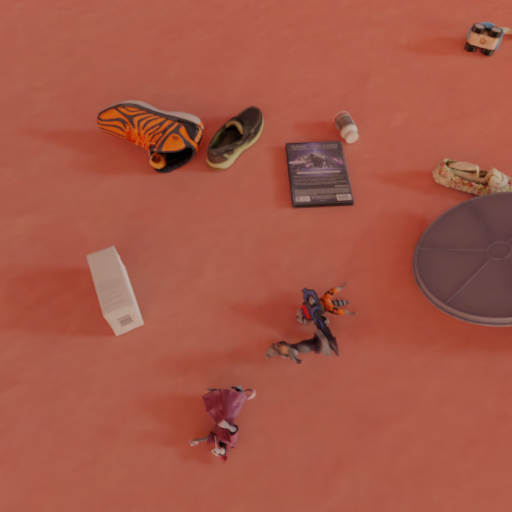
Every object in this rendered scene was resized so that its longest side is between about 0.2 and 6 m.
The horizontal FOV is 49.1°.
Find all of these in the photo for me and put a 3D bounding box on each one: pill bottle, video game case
[{"bbox_3d":[2.183,-3.096,13.533,0.422,0.422,0.761,-14,57,-9],"label":"pill bottle"},{"bbox_3d":[1.423,-1.896,12.865,1.365,0.181,1.910,-3,55,-2],"label":"video game case"}]

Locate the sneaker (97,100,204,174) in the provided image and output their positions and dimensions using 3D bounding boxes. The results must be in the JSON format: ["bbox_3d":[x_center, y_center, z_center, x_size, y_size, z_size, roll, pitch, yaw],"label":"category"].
[{"bbox_3d":[-2.552,-2.733,12.947,2.551,0.990,1.429,6,55,4],"label":"sneaker"}]

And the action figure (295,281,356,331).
[{"bbox_3d":[1.308,1.118,10.697,1.128,0.610,1.166,-14,83,-2],"label":"action figure"}]

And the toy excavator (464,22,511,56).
[{"bbox_3d":[6.602,-6.164,15.551,1.376,0.707,1.416,19,49,11],"label":"toy excavator"}]

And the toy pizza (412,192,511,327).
[{"bbox_3d":[4.741,0.050,10.869,3.316,0.525,3.316,-17,44,16],"label":"toy pizza"}]

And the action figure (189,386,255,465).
[{"bbox_3d":[-0.540,2.862,9.465,0.833,0.926,1.244,-22,63,38],"label":"action figure"}]

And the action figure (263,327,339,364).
[{"bbox_3d":[0.764,1.657,9.990,1.326,0.863,0.460,-11,100,-4],"label":"action figure"}]

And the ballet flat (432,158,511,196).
[{"bbox_3d":[4.952,-1.713,12.463,1.975,0.631,0.747,12,56,8],"label":"ballet flat"}]

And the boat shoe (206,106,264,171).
[{"bbox_3d":[-0.448,-2.893,13.222,0.777,0.688,2.122,24,60,13],"label":"boat shoe"}]

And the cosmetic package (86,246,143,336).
[{"bbox_3d":[-2.701,0.648,10.706,0.600,0.835,1.479,-22,56,-9],"label":"cosmetic package"}]
